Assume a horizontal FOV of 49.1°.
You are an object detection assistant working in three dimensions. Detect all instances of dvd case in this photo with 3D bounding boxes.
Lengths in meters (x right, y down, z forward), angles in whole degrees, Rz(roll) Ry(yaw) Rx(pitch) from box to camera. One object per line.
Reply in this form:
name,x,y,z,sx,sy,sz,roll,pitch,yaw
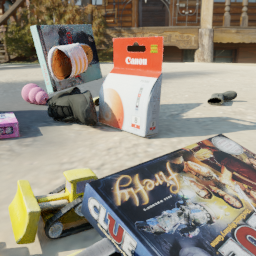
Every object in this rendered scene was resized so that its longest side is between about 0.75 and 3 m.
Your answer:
dvd case,-1.968,-2.508,9.761,0.317,2.102,2.879,-2,17,31

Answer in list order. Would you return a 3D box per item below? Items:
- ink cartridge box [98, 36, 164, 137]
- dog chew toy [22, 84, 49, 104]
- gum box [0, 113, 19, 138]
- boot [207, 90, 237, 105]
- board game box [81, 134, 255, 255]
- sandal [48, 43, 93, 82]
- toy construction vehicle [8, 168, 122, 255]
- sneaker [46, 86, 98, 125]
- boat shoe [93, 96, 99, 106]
ink cartridge box,0.004,-1.229,7.995,0.658,2.626,2.130,-13,21,-40
dog chew toy,-3.911,-1.396,11.967,1.365,0.850,0.850,23,26,35
gum box,-3.558,-0.068,7.911,0.754,0.440,1.329,-7,18,-27
boot,4.106,-1.307,12.141,1.235,0.493,1.359,-9,5,21
board game box,1.088,0.960,3.372,2.708,0.468,1.834,-14,40,-41
sandal,-1.598,-2.287,9.004,0.753,1.007,2.628,-3,25,24
toy construction vehicle,-1.255,1.145,2.770,2.747,0.967,2.392,-8,18,-25
sneaker,-1.874,-0.607,9.090,1.355,1.134,2.986,-19,17,-20
boat shoe,-0.951,-1.232,11.973,1.279,0.467,0.402,-18,28,-29
